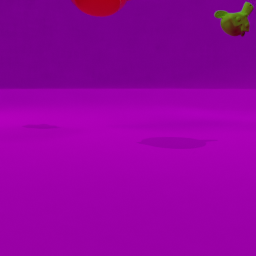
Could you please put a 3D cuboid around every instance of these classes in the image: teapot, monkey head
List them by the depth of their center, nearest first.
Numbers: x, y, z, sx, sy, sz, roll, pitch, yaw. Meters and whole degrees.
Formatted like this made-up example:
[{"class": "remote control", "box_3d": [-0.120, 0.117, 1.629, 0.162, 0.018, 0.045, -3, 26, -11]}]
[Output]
[{"class": "teapot", "box_3d": [-0.627, -2.790, 5.377, 1.896, 0.928, 1.179, 4, -13, -10]}, {"class": "monkey head", "box_3d": [3.122, -3.100, 8.007, 1.217, 0.875, 0.733, 25, 6, -21]}]
